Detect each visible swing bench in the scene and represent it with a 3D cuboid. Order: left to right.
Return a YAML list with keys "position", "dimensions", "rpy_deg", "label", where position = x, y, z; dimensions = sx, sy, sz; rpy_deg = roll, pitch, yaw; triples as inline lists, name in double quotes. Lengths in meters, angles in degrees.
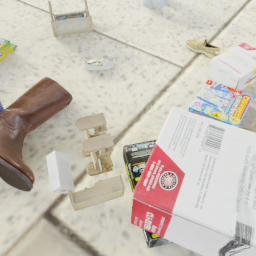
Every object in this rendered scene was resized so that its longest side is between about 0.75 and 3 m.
- position: [-2.118, -4.002, 10.356]
  dimensions: [1.437, 0.937, 1.445]
  rpy_deg: [-10, 55, -9]
  label: "swing bench"

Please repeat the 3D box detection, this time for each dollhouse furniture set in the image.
- position: [-0.770, 0.706, 5.517]
  dimensions: [0.995, 1.313, 1.498]
  rpy_deg: [-15, 64, -12]
  label: "dollhouse furniture set"

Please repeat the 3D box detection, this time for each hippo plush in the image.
- position: [1.333, -5.490, 11.629]
  dimensions: [1.766, 1.406, 1.420]
  rpy_deg: [10, 79, 26]
  label: "hippo plush"

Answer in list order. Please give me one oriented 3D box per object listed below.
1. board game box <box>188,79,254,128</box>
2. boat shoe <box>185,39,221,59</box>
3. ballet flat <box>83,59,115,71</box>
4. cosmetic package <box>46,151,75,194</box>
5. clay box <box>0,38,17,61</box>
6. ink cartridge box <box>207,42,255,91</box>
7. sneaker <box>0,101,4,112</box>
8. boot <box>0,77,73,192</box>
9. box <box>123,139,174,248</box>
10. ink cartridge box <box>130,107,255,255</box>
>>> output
- position: [2.561, -0.607, 7.750]
  dimensions: [1.364, 0.389, 1.393]
  rpy_deg: [25, 54, 20]
  label: "board game box"
- position: [2.579, -2.834, 9.598]
  dimensions: [1.301, 0.495, 0.466]
  rpy_deg: [29, 55, 22]
  label: "boat shoe"
- position: [-0.934, -2.058, 9.039]
  dimensions: [1.056, 0.379, 0.379]
  rpy_deg: [-8, 50, -7]
  label: "ballet flat"
- position: [-1.469, 0.959, 6.061]
  dimensions: [0.302, 0.429, 0.847]
  rpy_deg: [-30, 58, 23]
  label: "cosmetic package"
- position: [-4.809, -2.526, 9.343]
  dimensions: [1.148, 0.476, 1.998]
  rpy_deg: [21, 53, 16]
  label: "clay box"
- position: [3.436, -1.877, 8.661]
  dimensions: [1.589, 0.663, 1.153]
  rpy_deg: [-28, 55, -22]
  label: "ink cartridge box"
- position: [-4.567, -0.405, 7.210]
  dimensions: [2.369, 0.957, 1.368]
  rpy_deg: [-33, 59, -23]
  label: "sneaker"
- position: [-2.236, -0.116, 6.993]
  dimensions: [2.764, 0.952, 2.965]
  rpy_deg: [29, 51, 27]
  label: "boot"
- position: [1.253, 1.176, 6.132]
  dimensions: [2.353, 0.559, 2.272]
  rpy_deg: [-11, 52, -10]
  label: "box"
- position: [1.798, 1.142, 4.994]
  dimensions: [2.957, 1.238, 2.134]
  rpy_deg: [19, 53, 14]
  label: "ink cartridge box"
